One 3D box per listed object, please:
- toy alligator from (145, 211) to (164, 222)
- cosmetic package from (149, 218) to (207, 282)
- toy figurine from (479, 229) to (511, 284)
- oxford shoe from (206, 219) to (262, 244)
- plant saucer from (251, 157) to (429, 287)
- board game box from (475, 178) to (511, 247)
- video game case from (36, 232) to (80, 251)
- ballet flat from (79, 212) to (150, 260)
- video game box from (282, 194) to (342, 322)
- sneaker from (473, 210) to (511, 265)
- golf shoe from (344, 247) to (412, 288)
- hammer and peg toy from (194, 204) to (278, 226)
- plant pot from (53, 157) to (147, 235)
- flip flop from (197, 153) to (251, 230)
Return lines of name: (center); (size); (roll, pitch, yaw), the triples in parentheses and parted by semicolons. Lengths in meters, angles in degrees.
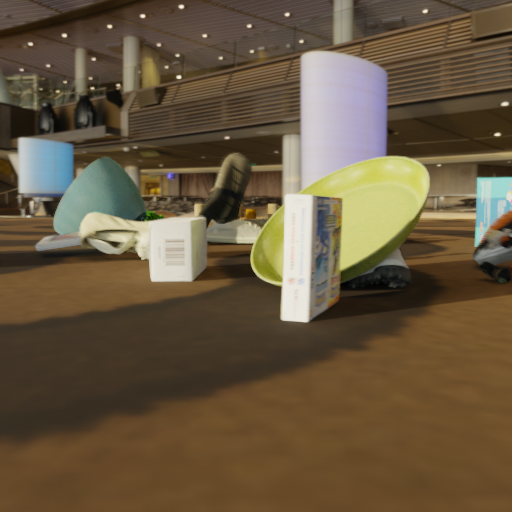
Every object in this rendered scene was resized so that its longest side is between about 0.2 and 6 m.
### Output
toy alligator: (-2.631, -0.777, 14.498); (0.830, 0.760, 2.800); (1, 5, 14)
cosmetic package: (-0.957, -0.116, 7.119); (0.535, 0.734, 1.444); (0, 4, 0)
toy figurine: (2.958, 0.000, 6.431); (0.633, 0.624, 0.441); (1, 15, -9)
oxford shoe: (-0.205, -0.552, 12.953); (1.989, 0.574, 0.748); (3, -2, -4)
plant saucer: (0.933, -0.329, 6.220); (2.143, 0.333, 2.143); (-26, 28, 15)
board game box: (5.707, -0.910, 11.789); (1.985, 1.499, 0.466); (4, 6, 34)
video game case: (-3.272, -0.313, 10.090); (1.182, 0.136, 1.077); (-9, 11, -12)
ballet flat: (-1.960, -0.230, 9.109); (1.978, 0.687, 0.687); (8, 6, 10)
video game box: (0.484, -0.018, 4.629); (0.247, 0.961, 1.055); (6, 7, 21)
sneaker: (3.968, -0.212, 7.278); (0.900, 1.094, 2.379); (-48, 8, -36)
golf shoe: (1.315, -0.108, 6.377); (0.707, 0.860, 1.820); (1, 7, 0)
hammer and peg toy: (-0.778, -0.974, 15.449); (2.056, 0.986, 2.796); (-5, 7, -43)
plant pot: (-3.099, -0.916, 11.811); (1.298, 1.927, 1.927); (35, 8, 3)
flip flop: (-0.828, -1.416, 13.640); (0.922, 2.275, 0.655); (20, 4, -24)
